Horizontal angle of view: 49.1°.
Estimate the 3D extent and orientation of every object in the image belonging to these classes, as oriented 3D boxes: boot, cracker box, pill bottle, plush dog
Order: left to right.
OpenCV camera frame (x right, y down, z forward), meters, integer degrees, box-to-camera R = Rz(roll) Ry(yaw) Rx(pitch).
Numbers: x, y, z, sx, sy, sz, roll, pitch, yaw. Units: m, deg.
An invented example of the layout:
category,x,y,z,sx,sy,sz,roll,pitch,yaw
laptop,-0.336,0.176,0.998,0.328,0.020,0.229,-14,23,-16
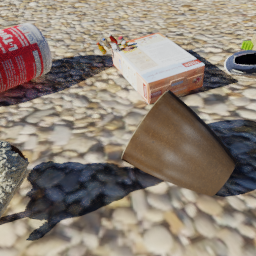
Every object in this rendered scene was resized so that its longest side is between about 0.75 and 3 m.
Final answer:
category,x,y,z,sx,sy,sz,roll,pitch,yaw
plush dog,-2.709,0.832,4.586,1.663,1.936,1.553,29,68,-10
pill bottle,-3.929,-1.930,8.315,1.669,1.669,2.974,30,48,31
cracker box,0.850,-2.037,9.031,1.891,0.814,2.823,-19,42,-14
boot,4.371,-2.024,8.759,2.468,0.898,1.115,-3,4,9

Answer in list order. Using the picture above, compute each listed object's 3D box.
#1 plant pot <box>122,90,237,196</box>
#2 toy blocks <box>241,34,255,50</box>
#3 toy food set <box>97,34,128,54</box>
category,x,y,z,sx,sy,sz,roll,pitch,yaw
plant pot,1.120,0.454,5.604,1.845,1.724,1.724,34,48,10
toy blocks,5.442,-2.627,9.792,2.348,1.173,1.605,-4,51,-3
toy food set,-0.504,-2.795,9.136,0.989,0.445,0.472,-6,55,33
